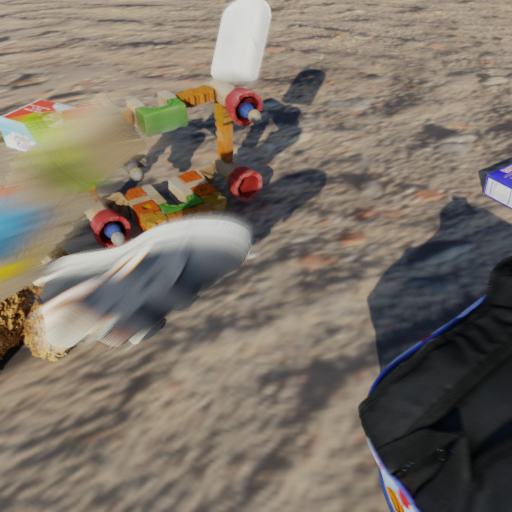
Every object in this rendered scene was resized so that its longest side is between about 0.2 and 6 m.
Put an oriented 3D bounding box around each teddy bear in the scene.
[{"bbox_3d":[-3.781,0.815,7.689,2.444,1.125,3.370,33,48,33],"label":"teddy bear"}]

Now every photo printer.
[{"bbox_3d":[-0.235,-3.327,8.606,0.421,1.213,1.009,8,9,-33],"label":"photo printer"}]

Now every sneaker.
[{"bbox_3d":[-1.021,0.336,5.124,2.204,0.864,0.875,-15,64,26],"label":"sneaker"}]

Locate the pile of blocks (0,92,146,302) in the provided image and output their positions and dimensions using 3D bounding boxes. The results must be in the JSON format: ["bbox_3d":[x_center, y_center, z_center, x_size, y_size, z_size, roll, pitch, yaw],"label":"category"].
[{"bbox_3d":[-1.865,-0.563,4.609,0.687,2.210,0.907,51,22,18],"label":"pile of blocks"}]

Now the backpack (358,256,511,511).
[{"bbox_3d":[2.583,1.760,5.254,2.957,2.392,3.105,-21,32,-12],"label":"backpack"}]

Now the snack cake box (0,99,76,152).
[{"bbox_3d":[-4.511,-2.827,12.790,2.293,0.771,1.319,19,43,23],"label":"snack cake box"}]

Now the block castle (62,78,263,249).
[{"bbox_3d":[-1.504,-1.625,9.955,3.413,2.280,1.601,-22,43,-25],"label":"block castle"}]

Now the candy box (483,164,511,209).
[{"bbox_3d":[5.386,-1.283,10.946,1.154,0.526,1.365,-23,43,-25],"label":"candy box"}]
